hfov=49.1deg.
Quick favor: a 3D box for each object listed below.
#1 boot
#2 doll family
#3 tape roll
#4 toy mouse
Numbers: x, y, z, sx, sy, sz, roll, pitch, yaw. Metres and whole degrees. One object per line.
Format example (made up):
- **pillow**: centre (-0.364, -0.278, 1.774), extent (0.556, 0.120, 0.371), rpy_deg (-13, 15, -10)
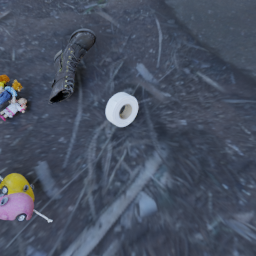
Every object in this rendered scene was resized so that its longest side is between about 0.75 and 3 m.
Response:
- **boot**: centre (-1.545, -1.632, 7.765), extent (0.668, 1.929, 1.679), rpy_deg (24, 50, -35)
- **doll family**: centre (-3.444, -0.967, 7.695), extent (1.579, 0.711, 0.980), rpy_deg (34, 65, 26)
- **tape roll**: centre (-0.150, -0.471, 7.178), extent (0.861, 0.861, 0.301), rpy_deg (-35, 44, -22)
- **toy mouse**: centre (-2.512, 1.212, 5.339), extent (2.228, 1.980, 0.431), rpy_deg (24, 92, 25)
